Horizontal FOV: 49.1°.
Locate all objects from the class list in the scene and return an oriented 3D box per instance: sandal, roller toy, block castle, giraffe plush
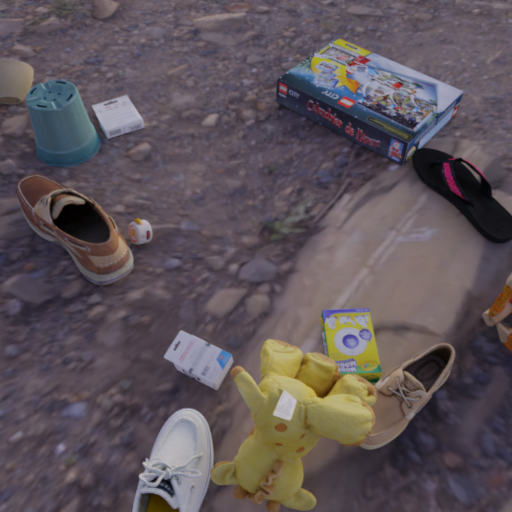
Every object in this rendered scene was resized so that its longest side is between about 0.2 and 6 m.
[{"bbox_3d":[4.291,-1.430,11.384,1.048,0.629,2.791,-22,55,-17],"label":"sandal"},{"bbox_3d":[-2.223,-0.449,10.678,0.335,0.479,0.437,-16,76,-38],"label":"roller toy"},{"bbox_3d":[4.896,1.117,8.801,1.062,1.513,2.264,-30,59,-23],"label":"block castle"},{"bbox_3d":[0.412,2.482,7.643,1.952,1.835,2.262,27,18,25],"label":"giraffe plush"}]

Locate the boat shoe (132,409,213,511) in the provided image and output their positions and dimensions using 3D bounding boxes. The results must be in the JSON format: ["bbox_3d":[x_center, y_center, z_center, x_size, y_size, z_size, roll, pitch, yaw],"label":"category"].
[{"bbox_3d":[-1.222,3.122,7.455,0.945,1.091,2.559,10,52,9],"label":"boat shoe"}]

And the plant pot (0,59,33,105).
[{"bbox_3d":[-5.890,-4.064,13.312,1.163,1.163,0.781,-5,87,-4],"label":"plant pot"}]

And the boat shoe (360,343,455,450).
[{"bbox_3d":[2.213,2.036,8.495,2.153,0.695,0.767,-35,63,-29],"label":"boat shoe"}]

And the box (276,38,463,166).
[{"bbox_3d":[2.609,-3.746,13.191,3.595,0.678,2.456,34,59,24],"label":"box"}]

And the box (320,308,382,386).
[{"bbox_3d":[1.546,1.547,9.209,0.835,0.344,1.424,-2,54,-2],"label":"box"}]

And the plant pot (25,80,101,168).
[{"bbox_3d":[-4.217,-2.898,12.069,1.433,1.403,1.433,0,52,0],"label":"plant pot"}]

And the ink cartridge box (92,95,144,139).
[{"bbox_3d":[-3.245,-3.257,13.103,0.906,0.282,1.126,-22,50,-17],"label":"ink cartridge box"}]

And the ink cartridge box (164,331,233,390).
[{"bbox_3d":[-0.929,1.680,9.059,0.970,0.329,0.563,24,64,17],"label":"ink cartridge box"}]

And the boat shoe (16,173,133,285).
[{"bbox_3d":[-3.476,-0.778,10.534,3.184,1.143,1.206,35,59,24],"label":"boat shoe"}]
